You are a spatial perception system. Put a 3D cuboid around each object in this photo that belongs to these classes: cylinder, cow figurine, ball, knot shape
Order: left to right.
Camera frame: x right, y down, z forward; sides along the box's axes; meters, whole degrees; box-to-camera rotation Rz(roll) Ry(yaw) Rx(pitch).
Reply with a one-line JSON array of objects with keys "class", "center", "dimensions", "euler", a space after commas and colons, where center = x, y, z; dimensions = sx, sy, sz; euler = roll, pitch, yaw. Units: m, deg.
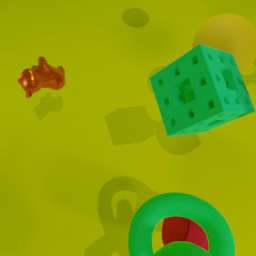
[{"class": "cow figurine", "center": [-1.501, -0.853, 5.022], "dimensions": [0.908, 0.498, 0.893], "euler": [19, 42, -41]}, {"class": "knot shape", "center": [0.482, 1.986, 3.460], "dimensions": [1.942, 0.959, 2.076], "euler": [-41, 38, 21]}, {"class": "cylinder", "center": [1.097, 1.720, 4.616], "dimensions": [0.806, 0.806, 0.806], "euler": [22, 60, -17]}, {"class": "ball", "center": [1.896, -1.586, 5.541], "dimensions": [1.252, 1.252, 1.252], "euler": [0, 61, 0]}]

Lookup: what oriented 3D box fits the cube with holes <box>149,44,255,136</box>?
[{"class": "cube with holes", "center": [0.991, -0.458, 3.793], "dimensions": [0.864, 0.864, 0.864], "euler": [-3, 72, -44]}]
